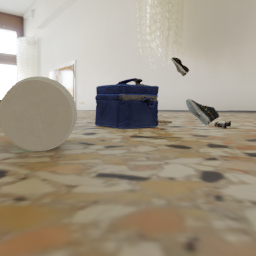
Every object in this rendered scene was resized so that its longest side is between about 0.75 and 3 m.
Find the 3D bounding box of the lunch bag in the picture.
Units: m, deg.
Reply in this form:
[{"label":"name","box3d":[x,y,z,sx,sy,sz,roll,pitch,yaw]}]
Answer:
[{"label":"lunch bag","box3d":[-0.050,-1.019,11.332,1.959,1.908,2.884,-4,5,-35]}]

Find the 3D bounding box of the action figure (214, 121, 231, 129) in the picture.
[{"label":"action figure","box3d":[3.633,-0.132,10.772,0.506,0.270,0.778,-7,3,-13]}]

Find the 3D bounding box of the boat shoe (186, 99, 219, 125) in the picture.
[{"label":"boat shoe","box3d":[3.221,-0.806,12.189,0.704,0.549,1.551,-27,57,-14]}]

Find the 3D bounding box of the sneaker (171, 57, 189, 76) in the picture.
[{"label":"sneaker","box3d":[2.336,-2.841,12.933,0.404,1.094,0.434,-20,-24,-35]}]

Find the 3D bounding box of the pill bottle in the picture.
[{"label":"pill bottle","box3d":[-1.788,-0.306,5.750,1.416,1.416,2.504,-1,5,-13]}]

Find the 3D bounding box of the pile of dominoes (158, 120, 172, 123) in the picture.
[{"label":"pile of dominoes","box3d":[0.819,-0.525,14.437,2.104,0.430,2.699,-2,6,-18]}]
